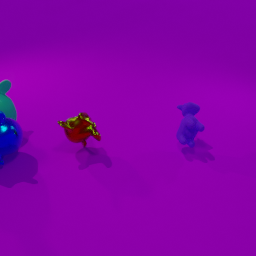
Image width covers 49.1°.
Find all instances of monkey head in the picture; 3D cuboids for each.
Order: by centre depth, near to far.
[{"bbox_3d":[-3.226,0.190,6.644,1.330,1.849,1.114,21,67,-5],"label":"monkey head"},{"bbox_3d":[-1.146,0.113,6.978,0.784,1.301,0.936,-38,55,-2],"label":"monkey head"},{"bbox_3d":[-3.750,-0.386,7.500,1.199,1.432,1.990,-6,73,18],"label":"monkey head"}]

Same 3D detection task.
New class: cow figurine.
[{"bbox_3d":[1.548,-0.124,7.303,0.583,1.063,1.046,17,19,-21],"label":"cow figurine"}]
